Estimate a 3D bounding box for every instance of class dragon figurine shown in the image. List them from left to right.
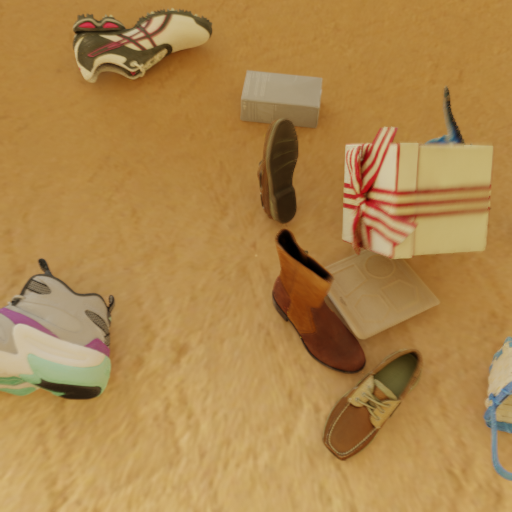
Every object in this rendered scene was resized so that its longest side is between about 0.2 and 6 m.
[{"bbox_3d":[3.794,-1.711,10.333,0.772,2.623,1.304,-9,23,-43],"label":"dragon figurine"}]

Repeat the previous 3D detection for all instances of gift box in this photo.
[{"bbox_3d":[2.556,-1.050,9.225,2.033,2.177,2.009,-4,97,-16],"label":"gift box"}]

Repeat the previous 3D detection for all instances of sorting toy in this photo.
[{"bbox_3d":[2.071,0.587,9.812,1.709,0.312,1.582,-20,52,-16],"label":"sorting toy"}]

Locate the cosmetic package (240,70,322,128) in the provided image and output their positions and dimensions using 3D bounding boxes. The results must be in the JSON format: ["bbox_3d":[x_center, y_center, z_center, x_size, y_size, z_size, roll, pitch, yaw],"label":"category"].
[{"bbox_3d":[0.543,-3.314,11.864,1.660,0.748,0.886,10,62,2],"label":"cosmetic package"}]

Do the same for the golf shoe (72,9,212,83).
[{"bbox_3d":[-2.475,-4.632,12.539,3.105,1.199,1.368,-8,84,-4],"label":"golf shoe"}]

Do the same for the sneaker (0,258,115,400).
[{"bbox_3d":[-3.987,1.051,9.179,3.385,1.316,2.368,6,59,-7],"label":"sneaker"}]

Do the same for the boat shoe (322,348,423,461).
[{"bbox_3d":[1.839,2.191,8.715,0.807,0.788,2.134,38,67,18],"label":"boat shoe"}]

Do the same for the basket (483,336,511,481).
[{"bbox_3d":[4.354,2.335,8.174,1.873,1.477,2.124,9,44,6],"label":"basket"}]

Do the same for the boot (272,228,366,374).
[{"bbox_3d":[1.057,0.752,8.724,0.746,2.179,2.052,-31,66,-17],"label":"boot"}]

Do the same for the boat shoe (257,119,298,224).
[{"bbox_3d":[0.302,-1.553,10.201,0.704,1.956,0.665,-18,33,-32],"label":"boat shoe"}]
